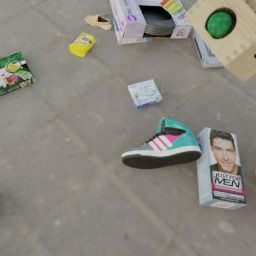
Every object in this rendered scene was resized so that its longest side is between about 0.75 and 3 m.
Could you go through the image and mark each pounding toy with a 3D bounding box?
[{"bbox_3d":[2.477,-2.139,6.008,1.479,2.080,1.915,-40,65,27],"label":"pounding toy"}]

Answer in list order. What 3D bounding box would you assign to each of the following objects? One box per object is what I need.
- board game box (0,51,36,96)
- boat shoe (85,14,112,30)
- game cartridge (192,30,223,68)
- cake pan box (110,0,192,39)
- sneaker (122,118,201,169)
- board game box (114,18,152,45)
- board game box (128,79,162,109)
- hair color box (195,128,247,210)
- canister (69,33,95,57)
[{"bbox_3d":[-4.492,-1.514,9.068,2.630,0.308,1.378,-27,61,-15],"label":"board game box"},{"bbox_3d":[-1.109,-4.059,10.506,1.117,0.386,0.412,24,62,13],"label":"boat shoe"},{"bbox_3d":[3.009,-2.840,9.835,1.164,0.363,1.748,-3,59,-7],"label":"game cartridge"},{"bbox_3d":[0.735,-4.321,10.200,2.542,0.722,2.760,-5,59,-16],"label":"cake pan box"},{"bbox_3d":[0.839,0.352,7.644,2.077,0.868,1.254,-7,52,6],"label":"sneaker"},{"bbox_3d":[0.155,-3.640,10.326,1.217,0.265,1.223,-10,59,-5],"label":"board game box"},{"bbox_3d":[0.539,-1.087,8.866,0.848,0.184,0.844,-16,61,-9],"label":"board game box"},{"bbox_3d":[2.350,1.028,7.243,0.961,0.588,1.940,12,58,-14],"label":"hair color box"},{"bbox_3d":[-1.595,-2.952,9.880,0.607,0.354,0.818,24,61,14],"label":"canister"}]
